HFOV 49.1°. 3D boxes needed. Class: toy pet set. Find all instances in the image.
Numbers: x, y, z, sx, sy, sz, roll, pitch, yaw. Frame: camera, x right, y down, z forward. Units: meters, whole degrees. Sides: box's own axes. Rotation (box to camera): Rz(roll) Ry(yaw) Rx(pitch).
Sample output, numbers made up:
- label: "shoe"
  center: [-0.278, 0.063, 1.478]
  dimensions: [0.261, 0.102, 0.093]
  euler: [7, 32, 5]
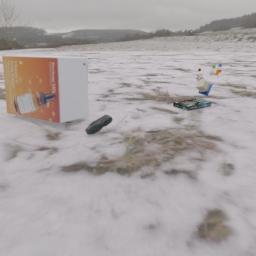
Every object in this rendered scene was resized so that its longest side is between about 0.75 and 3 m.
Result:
- label: "toy pet set"
  center: [3.429, -1.986, 11.783]
  dimensions: [0.639, 1.123, 1.203]
  euler: [35, -19, -30]

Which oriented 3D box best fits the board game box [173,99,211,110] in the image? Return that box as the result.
- label: "board game box"
  center: [2.613, -0.966, 11.407]
  dimensions: [1.301, 0.183, 0.880]
  euler: [-12, 22, -32]

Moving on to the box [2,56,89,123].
- label: "box"
  center: [-2.792, -1.415, 9.547]
  dimensions: [2.676, 2.037, 1.423]
  euler: [9, 16, 31]

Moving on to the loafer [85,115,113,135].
- label: "loafer"
  center: [-0.893, -0.110, 8.283]
  dimensions: [0.922, 0.331, 0.290]
  euler: [-30, 48, -26]
